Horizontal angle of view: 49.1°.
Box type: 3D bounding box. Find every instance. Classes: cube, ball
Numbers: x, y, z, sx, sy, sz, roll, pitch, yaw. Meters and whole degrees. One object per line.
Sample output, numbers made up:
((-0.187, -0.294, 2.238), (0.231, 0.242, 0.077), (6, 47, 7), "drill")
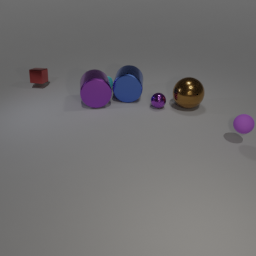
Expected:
((-4.661, -2.741, 14.655), (0.700, 0.700, 0.700), (6, 22, 10), "cube")
((1.377, -1.249, 12.684), (0.700, 0.700, 0.700), (0, 31, 0), "ball")
((2.705, -1.568, 12.535), (1.400, 1.400, 1.400), (0, 31, 0), "ball")
((4.087, -0.143, 9.890), (0.700, 0.700, 0.700), (0, 31, 0), "ball")

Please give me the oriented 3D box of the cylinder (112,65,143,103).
((0.021, -2.139, 13.484), (1.400, 1.400, 1.400), (2, 31, 4), "cylinder")

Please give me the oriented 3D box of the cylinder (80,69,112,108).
((-1.507, -1.836, 12.943), (1.400, 1.400, 1.400), (-4, 29, -7), "cylinder")

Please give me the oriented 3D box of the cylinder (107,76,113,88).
((-1.252, -2.327, 14.383), (0.700, 0.700, 0.700), (16, 34, 40), "cylinder")
